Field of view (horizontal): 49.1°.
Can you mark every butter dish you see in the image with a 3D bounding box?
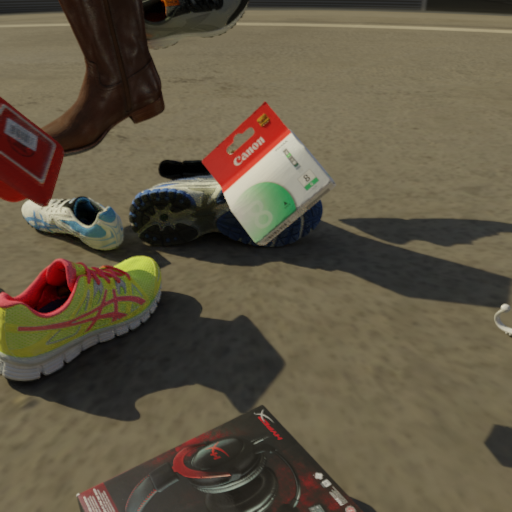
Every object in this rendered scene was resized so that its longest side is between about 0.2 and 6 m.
[{"bbox_3d":[-3.461,-1.279,7.574,1.001,1.354,1.350,-28,43,26],"label":"butter dish"}]

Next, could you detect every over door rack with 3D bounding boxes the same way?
[{"bbox_3d":[4.393,0.916,7.095,1.526,0.688,2.066,-19,35,-28],"label":"over door rack"}]

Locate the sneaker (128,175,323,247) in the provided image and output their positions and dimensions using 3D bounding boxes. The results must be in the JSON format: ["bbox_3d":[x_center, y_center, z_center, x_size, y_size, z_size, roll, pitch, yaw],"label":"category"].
[{"bbox_3d":[-0.491,-0.999,9.962,3.318,1.278,1.413,2,25,2],"label":"sneaker"}]

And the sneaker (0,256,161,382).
[{"bbox_3d":[-2.208,0.494,7.312,1.035,1.196,2.648,15,31,28],"label":"sneaker"}]

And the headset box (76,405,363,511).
[{"bbox_3d":[-0.368,2.309,4.509,2.055,0.771,1.527,-18,34,-28],"label":"headset box"}]

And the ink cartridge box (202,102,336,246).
[{"bbox_3d":[0.067,-0.922,6.082,1.292,1.040,0.324,53,13,13],"label":"ink cartridge box"}]

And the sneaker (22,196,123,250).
[{"bbox_3d":[-3.268,-0.752,9.907,2.319,0.840,0.833,16,34,28],"label":"sneaker"}]

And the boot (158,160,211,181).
[{"bbox_3d":[-0.762,-1.524,10.858,2.037,0.690,1.331,-1,-4,12],"label":"boot"}]

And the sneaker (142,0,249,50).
[{"bbox_3d":[-1.247,-4.686,10.692,2.396,0.886,0.950,-20,-8,-3],"label":"sneaker"}]

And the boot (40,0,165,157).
[{"bbox_3d":[-3.123,-3.554,9.770,2.960,3.176,1.020,-34,53,-24],"label":"boot"}]

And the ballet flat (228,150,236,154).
[{"bbox_3d":[-0.570,-1.929,12.331,0.524,0.485,1.555,0,30,0],"label":"ballet flat"}]
